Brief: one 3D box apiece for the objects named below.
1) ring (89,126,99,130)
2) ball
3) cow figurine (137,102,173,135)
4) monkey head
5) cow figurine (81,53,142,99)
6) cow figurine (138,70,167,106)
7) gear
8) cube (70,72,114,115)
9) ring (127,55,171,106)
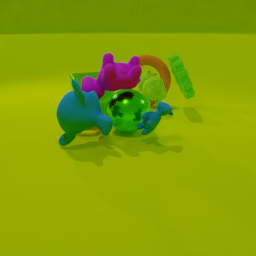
[{"bbox_3d":[-1.241,-0.178,8.457,1.208,0.242,1.208,4,15,-1],"label":"ring"},{"bbox_3d":[0.000,-0.483,7.970,1.257,1.257,1.257,0,21,0],"label":"ball"},{"bbox_3d":[0.714,-0.267,7.219,0.872,0.886,0.486,-24,64,-35],"label":"cow figurine"},{"bbox_3d":[-1.097,-0.269,6.875,1.102,1.828,1.315,-12,42,-44],"label":"monkey head"},{"bbox_3d":[-0.450,-1.216,7.500,1.570,1.545,0.862,2,52,-13],"label":"cow figurine"},{"bbox_3d":[0.814,-1.546,10.039,0.870,1.560,1.585,-7,-14,-10],"label":"cow figurine"},{"bbox_3d":[1.869,-1.788,9.809,0.295,1.593,1.593,-25,20,7],"label":"gear"},{"bbox_3d":[-1.227,-1.096,9.406,1.202,1.202,1.202,-8,34,-21],"label":"cube"},{"bbox_3d":[0.635,-1.810,10.682,1.990,1.990,0.398,5,-3,13],"label":"ring"}]
